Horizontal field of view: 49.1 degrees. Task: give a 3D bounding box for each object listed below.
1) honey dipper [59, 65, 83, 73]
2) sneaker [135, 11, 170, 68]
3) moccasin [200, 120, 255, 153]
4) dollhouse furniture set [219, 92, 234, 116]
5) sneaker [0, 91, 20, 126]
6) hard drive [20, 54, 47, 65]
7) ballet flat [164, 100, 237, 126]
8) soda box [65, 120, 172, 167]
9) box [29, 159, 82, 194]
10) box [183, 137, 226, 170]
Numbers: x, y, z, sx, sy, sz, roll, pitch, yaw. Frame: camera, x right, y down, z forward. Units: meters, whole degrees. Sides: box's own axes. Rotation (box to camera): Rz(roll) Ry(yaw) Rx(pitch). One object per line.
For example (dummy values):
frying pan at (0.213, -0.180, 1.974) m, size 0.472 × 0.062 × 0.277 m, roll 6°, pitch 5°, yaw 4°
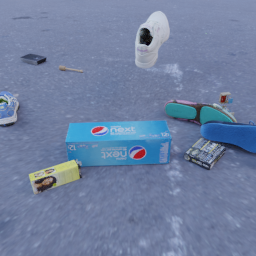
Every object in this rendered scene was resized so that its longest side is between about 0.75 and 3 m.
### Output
honey dipper at (-2.836, -2.929, 13.996) m, size 1.256 × 0.239 × 0.239 m, roll 11°, pitch 35°, yaw 11°
sneaker at (0.928, -3.488, 10.264) m, size 0.990 × 1.317 × 2.644 m, roll 10°, pitch 63°, yaw 14°
moccasin at (3.481, 0.111, 8.662) m, size 2.340 × 0.941 × 0.798 m, roll 18°, pitch 21°, yaw 14°
dollhouse furniture set at (3.436, -0.759, 10.087) m, size 0.598 × 0.853 × 0.601 m, roll -8°, pitch 34°, yaw -12°
sneaker at (-4.508, -0.934, 10.373) m, size 0.826 × 0.840 × 2.181 m, roll -15°, pitch 35°, yaw -19°
hard drive at (-5.112, -3.719, 15.134) m, size 1.257 × 0.266 × 0.848 m, roll 17°, pitch 37°, yaw 24°
ballet flat at (2.583, -0.555, 9.829) m, size 2.631 × 0.909 × 0.936 m, roll 16°, pitch 32°, yaw 29°
soda box at (-0.263, 0.441, 8.182) m, size 2.911 × 0.934 × 0.987 m, roll -1°, pitch 33°, yaw -3°
box at (-1.879, 1.265, 7.360) m, size 1.288 × 0.485 × 0.323 m, roll -18°, pitch 35°, yaw -23°
box at (2.293, 0.740, 8.347) m, size 0.859 × 0.262 × 1.066 m, roll 25°, pitch 41°, yaw 31°
